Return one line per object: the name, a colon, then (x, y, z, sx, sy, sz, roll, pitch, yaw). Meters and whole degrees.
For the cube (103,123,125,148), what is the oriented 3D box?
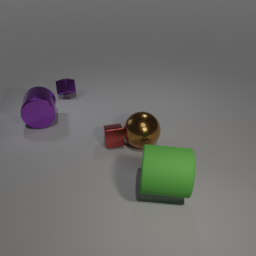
cube: (-0.540, 0.280, 10.713, 0.700, 0.700, 0.700, -8, 18, -6)

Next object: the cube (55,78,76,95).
cube: (-3.173, -2.097, 14.316, 0.700, 0.700, 0.700, -9, -2, 30)

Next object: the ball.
ball: (0.525, 0.078, 10.527, 1.400, 1.400, 1.400, 0, 31, 0)

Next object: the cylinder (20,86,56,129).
cylinder: (-3.853, -0.902, 12.153, 1.400, 1.400, 1.400, -6, 32, -10)

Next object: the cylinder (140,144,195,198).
cylinder: (1.088, 1.221, 7.979, 1.400, 1.400, 1.400, 5, 31, 4)
